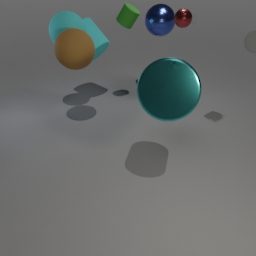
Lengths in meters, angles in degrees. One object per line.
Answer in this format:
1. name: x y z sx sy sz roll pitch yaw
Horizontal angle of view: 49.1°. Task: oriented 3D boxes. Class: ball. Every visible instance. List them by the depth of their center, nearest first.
1. ball: -1.854 -2.742 9.771 1.400 1.400 1.400 0 30 0
2. ball: -2.314 -3.730 10.749 1.400 1.400 1.400 0 30 0
3. ball: 2.115 -4.211 10.753 0.700 0.700 0.700 0 30 0
4. ball: 1.475 -4.932 12.829 1.400 1.400 1.400 0 30 0

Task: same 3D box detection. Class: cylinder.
1. cylinder: 0.986 -0.962 6.740 1.400 1.400 1.400 5 13 8
2. cylinder: 4.250 -2.812 9.048 0.700 0.700 0.700 -20 35 -39
3. cylinder: 0.002 -4.404 11.018 0.700 0.700 0.700 25 35 -19
4. cylinder: -1.789 -3.923 12.568 1.400 1.400 1.400 50 41 -2
